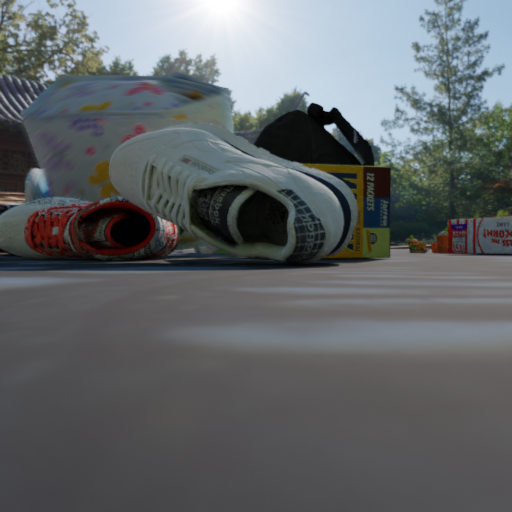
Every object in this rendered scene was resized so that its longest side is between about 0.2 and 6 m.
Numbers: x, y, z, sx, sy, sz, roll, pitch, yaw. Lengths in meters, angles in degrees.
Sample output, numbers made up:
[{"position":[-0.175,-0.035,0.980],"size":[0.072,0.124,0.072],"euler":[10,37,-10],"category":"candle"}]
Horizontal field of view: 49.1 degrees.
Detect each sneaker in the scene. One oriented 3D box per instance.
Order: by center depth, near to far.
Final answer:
[{"position":[-0.466,-0.610,5.160],"size":[2.713,1.036,1.092],"euler":[17,24,29],"category":"sneaker"},{"position":[-2.120,-0.339,6.507],"size":[2.340,0.781,1.254],"euler":[3,-2,1],"category":"sneaker"},{"position":[-3.605,-1.252,10.743],"size":[1.226,0.747,1.878],"euler":[7,13,-4],"category":"sneaker"}]

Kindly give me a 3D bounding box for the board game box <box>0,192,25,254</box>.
[{"position":[-4.739,-0.785,11.751],"size":[2.930,0.748,4.325],"euler":[1,10,-27],"category":"board game box"}]

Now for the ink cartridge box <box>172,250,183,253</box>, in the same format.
[{"position":[-2.578,-0.272,15.669],"size":[0.907,0.384,0.655],"euler":[2,1,17],"category":"ink cartridge box"}]

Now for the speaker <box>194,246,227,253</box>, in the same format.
[{"position":[-0.921,-0.334,14.156],"size":[1.284,0.568,0.568],"euler":[0,1,-9],"category":"speaker"}]

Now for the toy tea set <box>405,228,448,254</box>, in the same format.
[{"position":[4.596,-0.385,14.533],"size":[1.735,0.642,1.032],"euler":[1,1,43],"category":"toy tea set"}]

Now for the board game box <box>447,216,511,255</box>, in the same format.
[{"position":[5.884,-0.399,11.375],"size":[3.240,0.750,2.455],"euler":[-1,1,-37],"category":"board game box"}]

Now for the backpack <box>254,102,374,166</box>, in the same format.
[{"position":[1.656,-1.667,14.891],"size":[2.738,3.610,4.326],"euler":[-4,-7,30],"category":"backpack"}]

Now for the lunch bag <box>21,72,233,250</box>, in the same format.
[{"position":[-1.751,-1.497,9.023],"size":[2.972,2.520,1.889],"euler":[2,38,11],"category":"lunch bag"}]

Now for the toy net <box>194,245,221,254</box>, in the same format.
[{"position":[-2.214,-0.996,12.503],"size":[3.876,0.749,2.033],"euler":[36,-14,-27],"category":"toy net"}]

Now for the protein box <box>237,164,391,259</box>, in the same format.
[{"position":[0.668,-0.539,7.489],"size":[1.684,1.145,1.697],"euler":[0,1,-13],"category":"protein box"}]

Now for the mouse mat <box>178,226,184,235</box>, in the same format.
[{"position":[-1.926,-0.349,8.179],"size":[1.486,0.070,1.847],"euler":[12,-20,-21],"category":"mouse mat"}]
